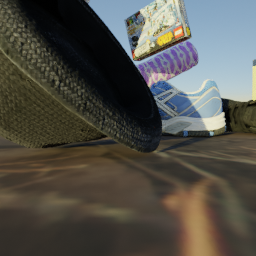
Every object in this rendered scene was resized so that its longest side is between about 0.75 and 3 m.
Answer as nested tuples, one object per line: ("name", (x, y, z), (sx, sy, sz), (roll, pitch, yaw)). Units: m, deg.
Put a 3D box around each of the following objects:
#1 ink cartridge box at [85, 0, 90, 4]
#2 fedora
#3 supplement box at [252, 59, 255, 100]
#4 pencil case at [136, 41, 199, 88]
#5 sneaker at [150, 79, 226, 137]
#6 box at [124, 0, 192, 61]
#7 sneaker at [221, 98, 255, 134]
("ink cartridge box", (-1.764, -3.011, 7.113), (0.586, 2.705, 2.656), (28, 20, 1))
("fedora", (-0.758, -0.538, 2.842), (1.153, 2.524, 2.524), (-34, -10, 19))
("supplement box", (3.918, -0.785, 6.599), (1.677, 1.675, 1.126), (2, 3, 37))
("pencil case", (1.437, -2.551, 11.521), (2.912, 1.222, 1.245), (-24, 50, -8))
("sneaker", (0.451, -0.357, 5.136), (2.532, 0.975, 0.959), (-1, 4, 9))
("box", (0.869, -3.109, 8.732), (2.086, 1.428, 0.416), (-13, -2, 43))
("sneaker", (2.274, -0.251, 5.216), (2.465, 0.740, 1.286), (4, -2, 4))
